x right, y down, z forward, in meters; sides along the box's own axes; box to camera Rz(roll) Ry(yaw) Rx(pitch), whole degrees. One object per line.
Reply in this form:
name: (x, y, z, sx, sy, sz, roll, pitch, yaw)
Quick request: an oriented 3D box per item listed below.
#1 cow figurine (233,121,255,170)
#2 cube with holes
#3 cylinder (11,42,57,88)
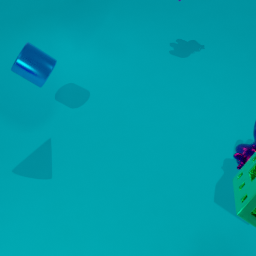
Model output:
cow figurine: (2.600, 0.255, 5.202, 0.720, 1.312, 1.291, 34, 68, -4)
cube with holes: (2.086, 0.780, 3.532, 1.011, 1.011, 1.011, 34, 22, 7)
cylinder: (-2.441, -1.635, 7.305, 0.862, 0.862, 0.862, 31, 51, -22)
